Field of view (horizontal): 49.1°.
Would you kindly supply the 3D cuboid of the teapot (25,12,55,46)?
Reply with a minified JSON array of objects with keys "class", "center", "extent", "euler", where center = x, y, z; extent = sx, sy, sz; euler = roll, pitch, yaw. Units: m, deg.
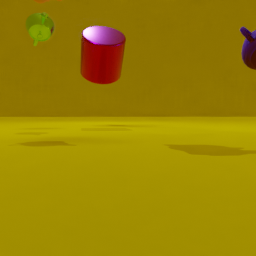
[{"class":"teapot","center":[-2.274,-2.602,7.280],"extent":[0.735,0.579,1.182],"euler":[10,-36,-30]}]

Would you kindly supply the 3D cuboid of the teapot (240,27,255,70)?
[{"class":"teapot","center":[3.026,-1.776,6.237],"extent":[1.524,0.746,0.947],"euler":[26,-49,-25]}]

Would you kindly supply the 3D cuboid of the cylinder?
[{"class":"cylinder","center":[-0.833,-2.354,9.064],"extent":[1.381,1.381,1.381],"euler":[6,42,-5]}]

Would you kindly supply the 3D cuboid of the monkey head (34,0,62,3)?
[{"class":"monkey head","center":[-1.430,-2.653,5.094],"extent":[1.074,0.647,0.773],"euler":[29,49,13]}]
